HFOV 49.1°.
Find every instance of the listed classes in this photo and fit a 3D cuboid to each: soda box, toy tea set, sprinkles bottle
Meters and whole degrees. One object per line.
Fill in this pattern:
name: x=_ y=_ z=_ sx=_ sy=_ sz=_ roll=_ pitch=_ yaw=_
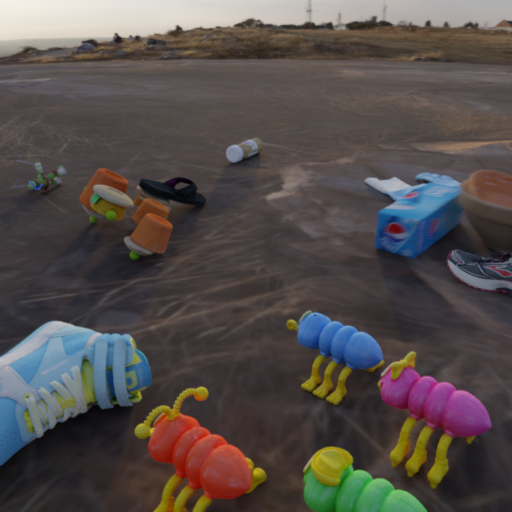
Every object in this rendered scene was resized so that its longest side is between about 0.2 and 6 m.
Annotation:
soda box: x=3.310 y=-0.767 z=11.162 sx=0.823 sy=0.779 sz=2.426 roll=18 pitch=29 yaw=34
toy tea set: x=-2.634 y=-0.723 z=11.205 sx=1.825 sy=1.136 sz=3.069 roll=24 pitch=13 yaw=-21
sprinkles bottle: x=-0.332 y=-3.193 z=16.880 sx=0.489 sy=0.489 sz=1.433 roll=14 pitch=27 yaw=27

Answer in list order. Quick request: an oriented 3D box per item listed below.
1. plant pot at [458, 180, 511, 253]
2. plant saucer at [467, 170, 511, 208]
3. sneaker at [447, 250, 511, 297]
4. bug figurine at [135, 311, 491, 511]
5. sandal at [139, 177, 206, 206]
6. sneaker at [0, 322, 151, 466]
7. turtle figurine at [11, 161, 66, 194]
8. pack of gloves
plant pot: x=4.991 y=-0.692 z=10.603 sx=2.350 sy=1.085 sz=2.350 roll=1 pitch=23 yaw=-1
plant saucer: x=4.855 y=-0.929 z=10.710 sx=1.864 sy=0.349 sz=1.864 roll=13 pitch=43 yaw=-12
sneaker: x=4.060 y=0.206 z=9.110 sx=1.873 sy=0.699 sz=0.755 roll=18 pitch=30 yaw=36
bug figurine: x=0.742 y=1.628 z=5.683 sx=2.815 sy=0.934 sz=3.630 roll=18 pitch=29 yaw=34
sandal: x=-1.718 y=-1.491 z=12.432 sx=0.736 sy=0.469 sz=1.959 roll=35 pitch=16 yaw=29
sneaker: x=-2.033 y=1.471 z=6.044 sx=1.539 sy=0.937 sz=2.357 roll=3 pitch=25 yaw=10
turtle figurine: x=-5.378 y=-2.014 z=13.954 sx=1.067 sy=0.768 sz=1.035 roll=19 pitch=26 yaw=28
pack of gloves: x=4.242 y=-1.743 z=13.654 sx=2.207 sy=0.518 sz=2.627 roll=-8 pitch=26 yaw=-15
